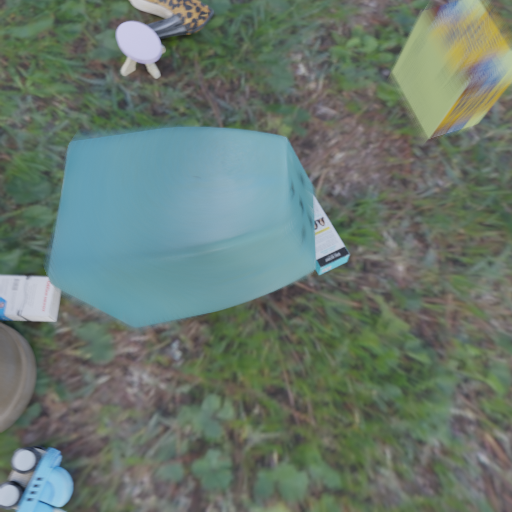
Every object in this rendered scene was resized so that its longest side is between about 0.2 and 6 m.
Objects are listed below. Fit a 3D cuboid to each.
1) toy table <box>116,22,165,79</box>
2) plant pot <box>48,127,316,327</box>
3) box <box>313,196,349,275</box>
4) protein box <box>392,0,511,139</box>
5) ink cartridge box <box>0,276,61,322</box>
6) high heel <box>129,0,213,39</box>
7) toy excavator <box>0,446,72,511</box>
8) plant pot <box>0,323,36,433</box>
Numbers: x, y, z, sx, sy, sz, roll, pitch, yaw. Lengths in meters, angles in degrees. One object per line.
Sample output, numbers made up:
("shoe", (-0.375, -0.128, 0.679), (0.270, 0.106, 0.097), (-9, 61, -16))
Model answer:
("toy table", (-2.250, -3.979, 10.944), (1.004, 0.640, 1.092), (-26, 70, -10))
("plant pot", (-0.822, -0.449, 8.010), (3.127, 2.210, 2.209), (-8, 65, 18))
("box", (1.005, -0.413, 9.659), (0.572, 0.342, 1.391), (-25, 70, -10))
("protein box", (2.939, -2.788, 8.417), (0.927, 1.374, 1.364), (-19, 73, -11))
("ink cartridge box", (-3.739, 0.706, 9.178), (0.926, 0.398, 0.678), (2, 69, 0))
("high heel", (-1.861, -5.523, 11.402), (1.647, 0.825, 2.311), (-14, 85, 1))
("toy excavator", (-2.888, 3.565, 7.916), (1.492, 0.745, 1.451), (21, 70, -1))
("plant pot", (-4.444, 1.677, 8.105), (1.943, 1.686, 1.943), (0, 69, -1))
